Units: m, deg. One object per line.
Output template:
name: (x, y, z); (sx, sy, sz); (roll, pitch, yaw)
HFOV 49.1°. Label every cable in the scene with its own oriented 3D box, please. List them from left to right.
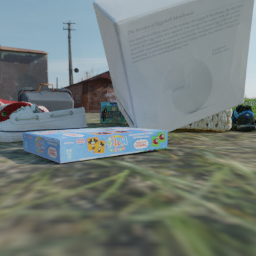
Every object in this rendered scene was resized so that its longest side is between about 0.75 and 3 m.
cable: (3.222, -0.154, 9.510); (2.403, 0.605, 1.167); (-12, 20, 5)

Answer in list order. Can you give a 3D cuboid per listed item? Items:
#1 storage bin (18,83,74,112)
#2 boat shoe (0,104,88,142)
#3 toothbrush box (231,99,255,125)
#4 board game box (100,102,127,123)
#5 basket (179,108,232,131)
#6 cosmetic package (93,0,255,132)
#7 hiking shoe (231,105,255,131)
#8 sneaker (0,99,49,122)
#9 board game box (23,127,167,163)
storage bin: (-3.784, -1.109, 13.382); (2.654, 1.931, 1.782); (-2, 14, -25)
boat shoe: (-1.770, -0.111, 5.228); (2.036, 0.680, 0.749); (-1, 4, -9)
toothbrush box: (4.223, -0.667, 11.333); (2.296, 0.988, 1.672); (4, 6, 37)
board game box: (-0.549, -0.641, 11.709); (1.203, 0.908, 0.282); (0, 40, -14)
basket: (1.830, -1.281, 8.194); (2.219, 2.734, 2.759); (5, 4, 13)
cosmetic package: (0.764, -1.221, 4.699); (2.094, 2.101, 1.292); (-20, 41, -9)
hiking shoe: (3.278, -0.311, 8.032); (0.613, 0.714, 1.647); (0, 4, 5)
sneaker: (-3.965, -0.440, 9.547); (2.831, 1.109, 1.635); (14, -1, 15)
board game box: (-0.449, 0.172, 3.863); (1.600, 0.293, 1.210); (-3, 5, -38)
